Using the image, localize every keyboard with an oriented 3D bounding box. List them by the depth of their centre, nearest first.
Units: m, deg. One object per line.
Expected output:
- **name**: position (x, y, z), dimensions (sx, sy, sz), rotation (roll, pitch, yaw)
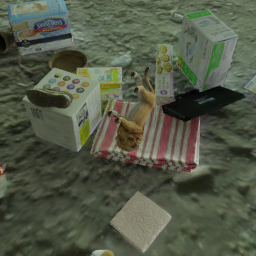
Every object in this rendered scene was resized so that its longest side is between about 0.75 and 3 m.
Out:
- **keyboard**: position (2.205, -0.793, 8.528), dimensions (2.488, 0.319, 1.494), rotation (-20, 33, -27)

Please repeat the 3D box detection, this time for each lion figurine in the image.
- **lion figurine**: position (0.250, -0.392, 7.038), dimensions (2.042, 1.250, 0.740), rotation (-55, 42, 0)

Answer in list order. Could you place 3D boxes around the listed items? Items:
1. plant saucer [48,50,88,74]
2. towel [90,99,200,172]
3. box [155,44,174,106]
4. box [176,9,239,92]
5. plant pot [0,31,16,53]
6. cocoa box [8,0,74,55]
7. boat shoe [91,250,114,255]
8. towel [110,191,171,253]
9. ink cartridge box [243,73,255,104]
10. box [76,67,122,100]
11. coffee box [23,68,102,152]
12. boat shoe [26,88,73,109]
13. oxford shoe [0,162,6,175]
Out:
- **plant saucer**: position (-2.187, -2.375, 10.278), dimensions (1.446, 0.213, 1.446), rotation (0, 49, 1)
- **towel**: position (0.580, 0.077, 8.057), dimensions (2.935, 0.439, 2.148), rotation (9, 50, 7)
- **box**: position (1.237, -1.843, 9.591), dimensions (0.592, 0.553, 2.858), rotation (4, 50, 5)
- **box**: position (2.520, -2.487, 9.202), dimensions (0.965, 1.996, 1.761), rotation (-16, 53, -12)
- **plant pot**: position (-4.798, -3.413, 10.859), dimensions (0.830, 0.830, 0.720), rotation (17, 35, 14)
- **cocoa box**: position (-3.347, -3.962, 10.830), dimensions (2.133, 1.400, 1.423), rotation (-14, 51, -11)
- **boat shoe**: position (-0.917, 3.145, 5.391), dimensions (0.604, 0.617, 1.742), rotation (-14, 23, 45)
- **towel**: position (0.285, 2.142, 6.482), dimensions (1.035, 0.175, 1.083), rotation (33, 57, 26)
- **ink cartridge box**: position (5.094, -1.234, 9.169), dimensions (2.051, 0.444, 2.013), rotation (33, 57, 27)
- **box**: position (-0.927, -1.437, 9.124), dimensions (1.469, 0.744, 0.826), rotation (-1, 49, -1)
- **coffee box**: position (-1.731, -0.522, 7.858), dimensions (1.492, 1.495, 1.478), rotation (20, 52, 15)
- **boat shoe**: position (-1.889, -0.740, 6.837), dimensions (1.191, 0.444, 0.437), rotation (14, 27, 12)
- **oxford shoe**: position (-3.739, 0.991, 7.391), dimensions (1.026, 0.366, 0.374), rotation (13, 34, 2)
